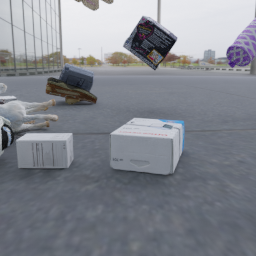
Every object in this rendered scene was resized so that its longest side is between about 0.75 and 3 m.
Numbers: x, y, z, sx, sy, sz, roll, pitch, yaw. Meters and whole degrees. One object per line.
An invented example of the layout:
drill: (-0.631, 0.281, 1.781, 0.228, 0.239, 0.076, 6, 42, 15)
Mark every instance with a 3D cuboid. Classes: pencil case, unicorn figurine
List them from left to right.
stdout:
unicorn figurine: (-2.635, -0.379, 6.606, 1.761, 0.947, 2.565, -6, -25, -28)
pencil case: (3.864, -2.749, 8.473, 2.067, 0.867, 0.884, -43, -1, -14)

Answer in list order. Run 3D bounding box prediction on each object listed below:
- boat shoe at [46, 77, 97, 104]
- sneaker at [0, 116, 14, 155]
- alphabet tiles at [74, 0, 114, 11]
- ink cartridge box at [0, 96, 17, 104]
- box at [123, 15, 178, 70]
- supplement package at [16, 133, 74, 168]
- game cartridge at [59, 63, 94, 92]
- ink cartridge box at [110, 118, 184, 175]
boat shoe: (-2.519, -1.483, 12.373, 2.292, 0.847, 0.867, 20, 7, -17)
sneaker: (-2.446, 0.203, 4.582, 1.045, 1.037, 2.885, -4, 15, -19)
alphabet tiles: (-0.820, -2.768, 4.629, 1.532, 1.567, 0.114, 35, 62, 18)
ink cartridge box: (-5.755, -1.306, 12.975, 1.023, 0.260, 1.162, -6, 14, -30)
box: (0.811, -2.902, 9.362, 1.343, 1.166, 2.033, 36, 21, -3)
supplement package: (-1.418, 0.387, 4.865, 0.843, 0.505, 0.511, 0, 13, 1)
game cartridge: (-2.430, -2.058, 12.879, 1.505, 0.457, 2.257, 18, -29, -20)
ink cartridge box: (0.412, 0.264, 5.148, 1.084, 0.636, 1.481, 4, 12, 17)
